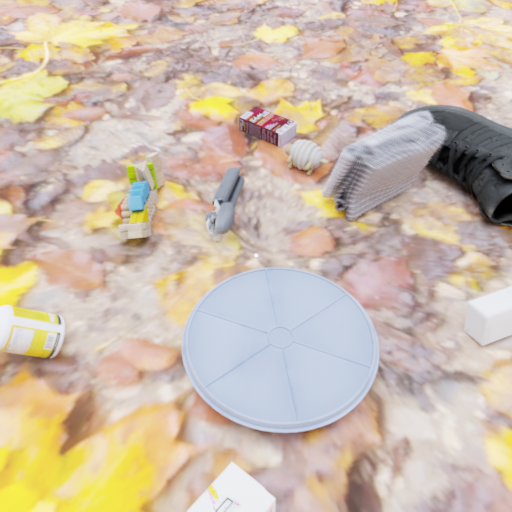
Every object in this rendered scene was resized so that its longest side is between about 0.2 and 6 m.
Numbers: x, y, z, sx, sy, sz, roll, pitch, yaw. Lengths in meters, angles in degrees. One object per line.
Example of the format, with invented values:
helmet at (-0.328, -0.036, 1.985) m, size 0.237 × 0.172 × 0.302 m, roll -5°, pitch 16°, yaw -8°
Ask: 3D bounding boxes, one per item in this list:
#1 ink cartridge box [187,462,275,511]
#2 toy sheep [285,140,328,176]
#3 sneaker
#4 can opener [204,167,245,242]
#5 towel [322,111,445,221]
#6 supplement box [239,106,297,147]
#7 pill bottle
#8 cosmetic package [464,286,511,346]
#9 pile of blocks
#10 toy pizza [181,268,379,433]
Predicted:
ink cartridge box at (-0.336, 3.089, 6.477) m, size 0.707 × 0.719 × 0.977 m, roll 31°, pitch 52°, yaw 27°
toy sheep at (1.040, -2.063, 11.607) m, size 0.984 × 0.678 × 0.678 m, roll 26°, pitch 51°, yaw 16°
sneaker at (4.525, -1.584, 10.663) m, size 4.233 × 1.271 × 2.208 m, roll 19°, pitch 44°, yaw 13°
can opener at (-0.483, -1.008, 10.560) m, size 0.598 × 0.477 × 1.790 m, roll -7°, pitch 43°, yaw 29°
towel at (2.374, -1.641, 10.443) m, size 2.020 × 1.672 × 0.864 m, roll -27°, pitch 72°, yaw -22°
supplement box at (0.264, -2.923, 12.627) m, size 1.177 × 0.358 × 0.640 m, roll 28°, pitch 52°, yaw 26°
pill bottle at (-3.453, 1.088, 8.139) m, size 1.168 × 0.655 × 0.655 m, roll 18°, pitch 34°, yaw -36°
cosmetic package at (3.827, 0.890, 8.681) m, size 1.095 × 0.589 × 0.464 m, roll -18°, pitch 33°, yaw -16°
pile of blocks at (-2.298, -1.162, 10.514) m, size 0.693 × 0.915 × 2.230 m, roll -6°, pitch 43°, yaw 9°
toy pizza at (0.353, 1.336, 8.383) m, size 2.909 × 0.461 × 2.909 m, roll 1°, pitch 46°, yaw -1°
